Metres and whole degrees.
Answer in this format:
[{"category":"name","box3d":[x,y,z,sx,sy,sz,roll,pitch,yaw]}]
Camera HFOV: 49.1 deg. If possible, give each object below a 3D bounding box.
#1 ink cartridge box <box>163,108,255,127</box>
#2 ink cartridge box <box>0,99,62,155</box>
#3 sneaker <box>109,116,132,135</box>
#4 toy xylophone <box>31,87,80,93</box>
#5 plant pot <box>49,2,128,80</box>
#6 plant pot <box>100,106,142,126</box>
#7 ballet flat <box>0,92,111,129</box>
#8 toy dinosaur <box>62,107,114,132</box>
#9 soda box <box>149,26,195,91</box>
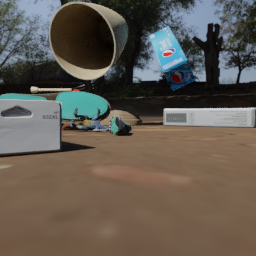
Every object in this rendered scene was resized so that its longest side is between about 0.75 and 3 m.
[{"category":"ink cartridge box","box3d":[2.958,-0.384,9.581,2.798,0.609,2.428,2,3,31]},{"category":"ink cartridge box","box3d":[-1.417,-0.031,3.119,0.927,0.535,1.277,-2,4,-37]},{"category":"sneaker","box3d":[-0.093,-0.044,5.428,0.427,0.363,0.976,4,1,-12]},{"category":"toy xylophone","box3d":[-1.883,-0.564,7.617,1.860,1.362,0.467,4,34,1]},{"category":"plant pot","box3d":[-0.941,-3.014,9.213,2.245,2.245,2.397,1,27,24]},{"category":"plant pot","box3d":[-0.236,-0.439,9.871,1.488,0.687,1.488,0,2,0]},{"category":"ballet flat","box3d":[-1.855,-0.382,7.048,2.896,0.976,0.922,2,-32,1]},{"category":"toy dinosaur","box3d":[-0.785,-0.126,6.272,0.963,0.557,1.062,22,-23,-33]},{"category":"soda box","box3d":[1.416,-2.395,9.362,0.813,0.859,2.533,-24,41,14]}]
